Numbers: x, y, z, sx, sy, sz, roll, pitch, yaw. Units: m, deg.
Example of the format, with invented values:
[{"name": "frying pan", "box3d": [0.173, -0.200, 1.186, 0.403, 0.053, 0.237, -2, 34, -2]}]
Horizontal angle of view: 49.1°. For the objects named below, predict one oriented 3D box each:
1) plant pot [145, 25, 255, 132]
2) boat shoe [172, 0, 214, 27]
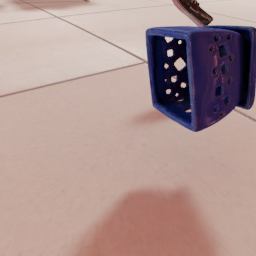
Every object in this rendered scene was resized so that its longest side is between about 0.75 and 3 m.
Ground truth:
[{"name": "plant pot", "box3d": [1.509, -1.189, 5.703, 1.649, 1.834, 1.834, -15, 24, -15]}, {"name": "boat shoe", "box3d": [2.218, -4.188, 9.704, 1.749, 0.557, 0.618, 33, 45, -19]}]
